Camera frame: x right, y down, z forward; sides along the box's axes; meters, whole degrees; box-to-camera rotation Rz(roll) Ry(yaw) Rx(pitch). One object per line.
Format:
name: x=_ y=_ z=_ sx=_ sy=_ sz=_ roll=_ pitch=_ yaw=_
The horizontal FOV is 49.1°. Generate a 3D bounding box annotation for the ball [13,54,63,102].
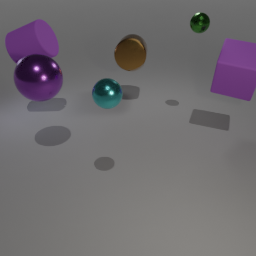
ball: x=-2.639 y=-1.480 z=8.296 sx=1.400 sy=1.400 sz=1.400 roll=0 pitch=29 yaw=0

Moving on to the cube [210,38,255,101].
cube: x=3.808 y=-2.026 z=9.709 sx=1.400 sy=1.400 sz=1.400 roll=17 pitch=55 yaw=17

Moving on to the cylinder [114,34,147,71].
cylinder: x=0.154 y=-3.428 z=12.666 sx=1.400 sy=1.400 sz=1.400 roll=3 pitch=26 yaw=5

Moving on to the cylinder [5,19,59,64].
cylinder: x=-3.570 y=-3.142 z=10.509 sx=1.400 sy=1.400 sz=1.400 roll=-15 pitch=25 yaw=18

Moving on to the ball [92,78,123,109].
ball: x=-0.471 y=-0.784 z=6.395 sx=0.700 sy=0.700 sz=0.700 roll=0 pitch=29 yaw=0

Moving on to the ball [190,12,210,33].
ball: x=2.557 y=-3.737 z=9.965 sx=0.700 sy=0.700 sz=0.700 roll=0 pitch=29 yaw=0
